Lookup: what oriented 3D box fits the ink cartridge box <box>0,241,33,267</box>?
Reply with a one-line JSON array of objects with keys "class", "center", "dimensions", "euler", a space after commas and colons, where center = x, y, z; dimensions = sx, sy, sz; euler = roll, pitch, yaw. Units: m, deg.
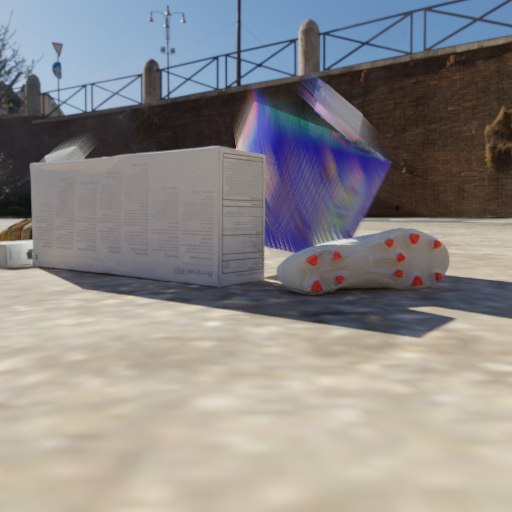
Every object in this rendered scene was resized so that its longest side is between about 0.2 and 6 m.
[{"class": "ink cartridge box", "center": [-3.314, -0.043, 7.870], "dimensions": [0.554, 0.314, 0.756], "euler": [3, 6, 34]}]

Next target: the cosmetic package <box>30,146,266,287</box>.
[{"class": "cosmetic package", "center": [-1.437, -0.469, 6.723], "dimensions": [3.385, 1.397, 0.857], "euler": [4, 4, 38]}]

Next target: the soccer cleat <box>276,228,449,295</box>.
[{"class": "soccer cleat", "center": [1.024, 0.054, 5.322], "dimensions": [1.731, 0.600, 0.672], "euler": [-5, 4, -20]}]

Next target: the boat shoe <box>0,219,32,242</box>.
[{"class": "boat shoe", "center": [-4.431, -0.459, 10.882], "dimensions": [0.613, 0.649, 1.803], "euler": [1, 5, -4]}]

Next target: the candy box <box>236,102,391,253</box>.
[{"class": "candy box", "center": [0.563, -0.886, 7.293], "dimensions": [1.879, 1.589, 0.724], "euler": [12, 24, -33]}]

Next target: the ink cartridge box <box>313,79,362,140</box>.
[{"class": "ink cartridge box", "center": [1.439, -2.637, 10.126], "dimensions": [1.102, 0.658, 0.231], "euler": [35, -41, -22]}]

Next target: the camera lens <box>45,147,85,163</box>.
[{"class": "camera lens", "center": [-3.133, -1.381, 9.432], "dimensions": [0.624, 0.780, 0.624], "euler": [-15, 20, 6]}]
